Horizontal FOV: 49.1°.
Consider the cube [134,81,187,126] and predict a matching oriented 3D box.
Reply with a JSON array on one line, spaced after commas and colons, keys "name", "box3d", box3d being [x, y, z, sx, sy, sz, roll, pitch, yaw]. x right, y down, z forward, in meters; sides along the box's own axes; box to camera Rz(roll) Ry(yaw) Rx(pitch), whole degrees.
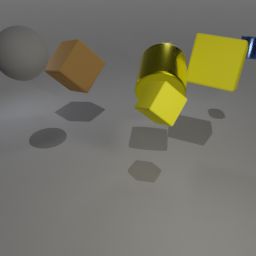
[{"name": "cube", "box3d": [0.710, -0.537, 6.156, 0.700, 0.700, 0.700, 34, -9, -26]}]

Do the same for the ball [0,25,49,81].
[{"name": "ball", "box3d": [-2.799, -1.951, 7.364, 1.400, 1.400, 1.400, 0, 28, 0]}]

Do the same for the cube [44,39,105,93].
[{"name": "cube", "box3d": [-2.020, -2.313, 10.576, 1.400, 1.400, 1.400, 16, 73, 50]}]

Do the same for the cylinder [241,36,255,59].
[{"name": "cylinder", "box3d": [4.153, -2.733, 9.537, 0.700, 0.700, 0.700, 5, 18, -2]}]

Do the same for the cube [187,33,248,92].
[{"name": "cube", "box3d": [2.699, -1.943, 8.457, 1.400, 1.400, 1.400, 17, 14, 21]}]

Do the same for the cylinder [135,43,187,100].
[{"name": "cylinder", "box3d": [0.970, -1.451, 8.026, 1.400, 1.400, 1.400, 4, 49, 8]}]
